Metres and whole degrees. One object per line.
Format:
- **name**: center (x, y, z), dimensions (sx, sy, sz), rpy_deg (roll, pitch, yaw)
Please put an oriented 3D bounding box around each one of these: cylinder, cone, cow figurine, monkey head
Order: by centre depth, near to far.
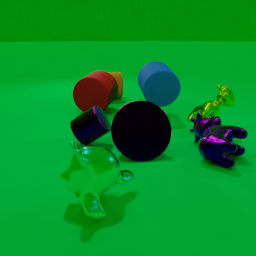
- **monkey head**: center (-0.515, 0.872, 4.713), dimensions (1.579, 0.951, 1.136), rpy_deg (34, 12, -43)
- **cow figurine**: center (2.055, 0.243, 6.899), dimensions (1.591, 0.887, 1.617), rpy_deg (16, 30, 35)
- **cone**: center (0.236, 0.152, 7.304), dimensions (1.455, 1.455, 1.460), rpy_deg (-3, -7, -7)
- **cylinder**: center (-0.968, -0.061, 7.349), dimensions (0.790, 0.790, 0.790), rpy_deg (-31, 14, 14)
- **cow figurine**: center (2.472, -0.619, 8.249), dimensions (1.293, 0.722, 1.314), rpy_deg (-57, 19, -23)
- **cylinder**: center (1.046, -1.542, 9.721), dimensions (1.272, 1.272, 1.272), rpy_deg (-2, 28, -6)
- **cylinder**: center (-1.179, -1.345, 10.454), dimensions (1.369, 1.369, 1.369), rpy_deg (4, 22, 11)
- **cylinder**: center (-0.862, -1.881, 12.401), dimensions (1.147, 1.147, 1.147), rpy_deg (-2, 19, -11)
